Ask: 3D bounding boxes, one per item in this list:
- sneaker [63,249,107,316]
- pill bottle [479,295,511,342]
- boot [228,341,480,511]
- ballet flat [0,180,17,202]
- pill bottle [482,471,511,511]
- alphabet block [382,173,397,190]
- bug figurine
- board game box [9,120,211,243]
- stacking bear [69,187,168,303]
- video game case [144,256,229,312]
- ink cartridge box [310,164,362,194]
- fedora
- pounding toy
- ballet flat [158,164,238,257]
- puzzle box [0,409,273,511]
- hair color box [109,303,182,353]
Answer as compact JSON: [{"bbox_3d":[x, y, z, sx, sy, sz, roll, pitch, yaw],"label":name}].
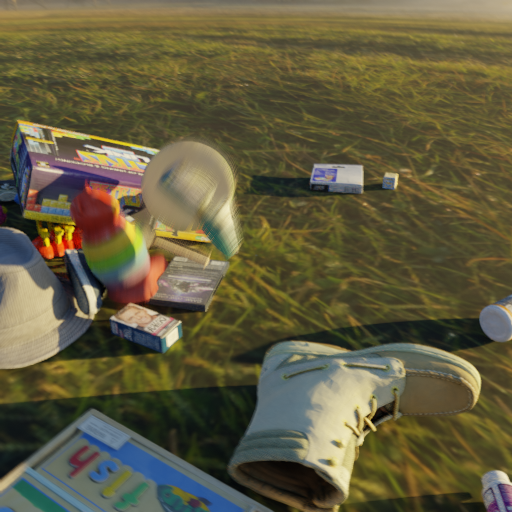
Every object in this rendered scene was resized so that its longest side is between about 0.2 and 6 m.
[{"bbox_3d":[-2.438,0.298,9.499,1.378,0.725,1.907,-8,28,-23],"label":"sneaker"},{"bbox_3d":[4.003,0.912,8.661,1.007,0.586,0.586,-16,33,-29],"label":"pill bottle"},{"bbox_3d":[1.194,1.933,6.427,2.715,0.978,2.099,2,28,15],"label":"boot"},{"bbox_3d":[-6.097,-1.478,12.955,1.783,0.651,0.651,-1,29,-7],"label":"ballet flat"},{"bbox_3d":[2.588,2.600,5.856,0.364,0.364,0.649,2,29,4],"label":"pill bottle"},{"bbox_3d":[3.324,-1.856,13.903,0.311,0.312,0.318,12,31,18],"label":"alphabet block"},{"bbox_3d":[-4.734,-0.691,11.169,2.867,0.951,3.697,-13,32,-21],"label":"bug figurine"},{"bbox_3d":[-2.891,-1.531,11.388,3.689,1.046,3.050,7,22,-32],"label":"board game box"},{"bbox_3d":[-2.252,-0.230,8.718,0.997,1.754,1.065,-12,32,17],"label":"stacking bear"},{"bbox_3d":[-1.190,0.458,9.933,1.081,0.143,1.513,6,31,11],"label":"video game case"},{"bbox_3d":[2.040,-1.958,14.130,1.276,0.303,1.291,4,28,9],"label":"ink cartridge box"},{"bbox_3d":[-4.085,0.428,8.687,2.962,1.337,2.619,16,30,28],"label":"fedora"},{"bbox_3d":[-1.239,-0.898,9.812,1.553,2.012,0.934,17,-10,0],"label":"pounding toy"},{"bbox_3d":[-0.711,-0.718,8.246,0.591,1.643,0.591,-34,25,18],"label":"ballet flat"},{"bbox_3d":[-1.257,2.838,5.379,3.156,0.401,2.099,17,34,28],"label":"puzzle box"},{"bbox_3d":[-1.696,1.099,8.607,1.005,0.304,0.502,15,32,25],"label":"hair color box"}]
